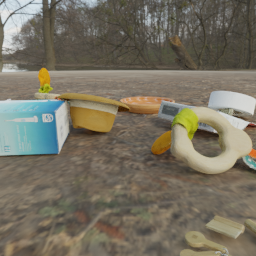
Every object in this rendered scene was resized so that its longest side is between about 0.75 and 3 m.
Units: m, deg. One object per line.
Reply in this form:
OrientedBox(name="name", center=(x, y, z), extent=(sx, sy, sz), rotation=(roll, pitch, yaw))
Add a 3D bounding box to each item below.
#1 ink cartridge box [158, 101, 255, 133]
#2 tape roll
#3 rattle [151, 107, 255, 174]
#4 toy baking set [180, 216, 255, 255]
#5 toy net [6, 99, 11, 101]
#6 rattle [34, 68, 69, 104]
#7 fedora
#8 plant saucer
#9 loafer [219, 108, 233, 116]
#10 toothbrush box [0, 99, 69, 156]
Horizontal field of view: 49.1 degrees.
OrientedBox(name="ink cartridge box", center=(2.837, -0.200, 9.680), extent=(2.884, 0.823, 2.344), rotation=(17, 1, -41))
OrientedBox(name="tape roll", center=(4.053, -0.936, 10.983), extent=(1.723, 0.603, 1.723), rotation=(13, -2, 0))
OrientedBox(name="rattle", center=(1.972, 0.632, 6.520), extent=(2.443, 1.745, 1.590), rotation=(14, 43, -11))
OrientedBox(name="toy baking set", center=(1.417, 1.591, 3.182), extent=(1.392, 0.211, 1.814), rotation=(-9, 17, -23))
OrientedBox(name="toy net", center=(-5.365, -0.486, 10.620), extent=(1.546, 0.569, 2.947), rotation=(-28, 7, 10))
OrientedBox(name="rattle", center=(-3.692, -2.057, 14.221), extent=(1.667, 1.829, 2.560), rotation=(21, -6, -29))
OrientedBox(name="fedora", center=(-1.120, -0.416, 8.854), extent=(2.464, 1.005, 2.464), rotation=(8, -2, 0))
OrientedBox(name="plant saucer", center=(0.872, -1.057, 12.840), extent=(2.485, 0.465, 2.485), rotation=(1, 14, 0))
OrientedBox(name="loafer", center=(3.647, -0.541, 10.549), extent=(0.330, 0.366, 0.968), rotation=(13, -6, -4))
OrientedBox(name="toothbrush box", center=(-3.105, -0.082, 7.639), extent=(2.701, 1.152, 1.978), rotation=(-1, 15, -5))
